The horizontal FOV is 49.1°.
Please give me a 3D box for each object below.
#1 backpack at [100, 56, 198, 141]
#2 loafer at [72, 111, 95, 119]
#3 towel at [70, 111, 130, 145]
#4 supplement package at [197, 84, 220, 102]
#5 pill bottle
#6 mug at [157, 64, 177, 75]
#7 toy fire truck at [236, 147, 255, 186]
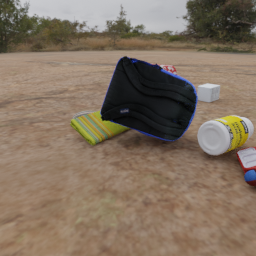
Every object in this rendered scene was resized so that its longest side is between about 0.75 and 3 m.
[{"bbox_3d":[0.934,-0.994,9.808,2.919,2.372,2.449,21,12,10],"label":"backpack"},{"bbox_3d":[-1.309,-0.298,11.158,1.802,0.648,0.567,0,26,-9],"label":"loafer"},{"bbox_3d":[-0.750,-0.182,10.732,1.259,0.264,2.926,44,37,19],"label":"towel"},{"bbox_3d":[4.428,-1.940,15.409,0.798,0.792,1.051,18,27,41],"label":"supplement package"},{"bbox_3d":[3.171,0.164,8.886,1.905,1.060,1.060,-13,23,-40],"label":"pill bottle"},{"bbox_3d":[1.541,-3.438,18.289,2.670,1.781,2.370,-5,22,-23],"label":"mug"},{"bbox_3d":[3.925,0.893,7.157,1.969,1.315,2.345,-21,13,18],"label":"toy fire truck"}]
